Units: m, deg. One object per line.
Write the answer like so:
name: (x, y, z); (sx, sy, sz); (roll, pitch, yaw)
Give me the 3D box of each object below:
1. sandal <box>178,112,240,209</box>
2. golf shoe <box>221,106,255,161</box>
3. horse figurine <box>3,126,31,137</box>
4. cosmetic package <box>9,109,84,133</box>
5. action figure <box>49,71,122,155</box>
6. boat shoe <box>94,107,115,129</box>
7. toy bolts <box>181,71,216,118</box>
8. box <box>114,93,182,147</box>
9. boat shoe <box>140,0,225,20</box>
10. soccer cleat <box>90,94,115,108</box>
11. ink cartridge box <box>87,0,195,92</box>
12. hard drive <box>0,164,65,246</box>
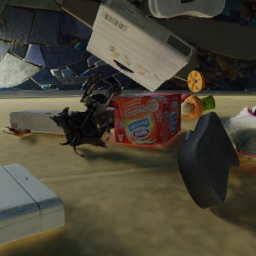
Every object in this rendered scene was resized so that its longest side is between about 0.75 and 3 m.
sandal: (1.193, 0.367, 4.397); (0.590, 1.048, 2.755); (-26, -4, 28)
golf shoe: (2.354, 0.034, 5.596); (0.862, 1.047, 2.288); (13, 6, -17)
horse figurine: (-3.099, 0.098, 7.819); (0.619, 0.233, 0.935); (16, -1, -10)
cosmetic package: (-2.425, -0.240, 8.869); (2.410, 0.610, 0.995); (3, 9, 17)
action figure: (-0.981, -0.211, 6.841); (1.462, 1.255, 2.460); (26, 51, -3)
boat shoe: (-0.091, -0.276, 9.105); (2.201, 0.755, 0.623); (-2, 35, -28)
toy bolts: (2.446, -1.336, 12.384); (1.465, 2.018, 2.112); (-13, -4, -26)
box: (0.654, -0.335, 7.638); (1.239, 1.186, 2.485); (4, 10, 20)
boat shoe: (1.557, -3.508, 7.929); (2.812, 0.983, 0.932); (-23, 23, -29)
soccer cleat: (-0.667, -1.061, 13.386); (2.917, 0.995, 1.067); (3, -12, 30)
ink cartridge box: (0.248, -2.577, 9.106); (2.974, 0.648, 2.581); (31, -19, -9)
hard drive: (-2.222, 0.902, 2.812); (2.635, 0.352, 1.738); (-7, 12, -35)
